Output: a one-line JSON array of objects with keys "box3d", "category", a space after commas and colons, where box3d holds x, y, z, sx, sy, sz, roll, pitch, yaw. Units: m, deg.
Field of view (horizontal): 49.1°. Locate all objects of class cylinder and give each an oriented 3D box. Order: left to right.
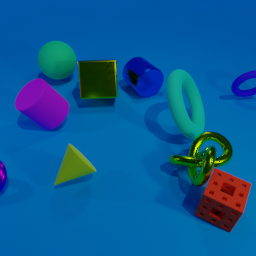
[{"box3d": [-2.521, -0.690, 8.292, 1.119, 1.119, 1.119, -17, 52, 23], "category": "cylinder"}, {"box3d": [0.528, -1.835, 10.045, 1.111, 1.111, 1.111, -18, 42, -22], "category": "cylinder"}]

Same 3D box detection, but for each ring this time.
[{"box3d": [1.686, -0.687, 8.041, 0.408, 2.042, 2.042, -15, 29, 32], "category": "ring"}, {"box3d": [4.090, -1.466, 9.369, 1.237, 1.237, 0.247, -2, 59, -3], "category": "ring"}]

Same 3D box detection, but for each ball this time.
[{"box3d": [-2.637, -2.522, 10.457, 1.395, 1.395, 1.395, 0, 39, 0], "category": "ball"}]

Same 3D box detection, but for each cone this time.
[{"box3d": [-1.390, 1.012, 6.558, 0.922, 0.919, 0.919, -44, 50, -5], "category": "cone"}]

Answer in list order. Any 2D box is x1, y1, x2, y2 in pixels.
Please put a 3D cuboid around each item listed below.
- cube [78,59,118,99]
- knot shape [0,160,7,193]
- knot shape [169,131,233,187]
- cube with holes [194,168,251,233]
[{"box3d": [-0.991, -1.681, 9.488, 1.213, 1.213, 1.213, -3, 15, -3], "category": "cube"}, {"box3d": [-3.608, 1.074, 6.728, 1.465, 0.677, 1.371, -10, 36, -10], "category": "knot shape"}, {"box3d": [1.819, 0.649, 6.675, 1.417, 0.700, 1.515, -35, 16, -12], "category": "knot shape"}, {"box3d": [2.013, 1.528, 5.980, 0.800, 0.800, 0.800, 24, 46, 18], "category": "cube with holes"}]
